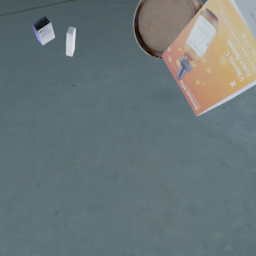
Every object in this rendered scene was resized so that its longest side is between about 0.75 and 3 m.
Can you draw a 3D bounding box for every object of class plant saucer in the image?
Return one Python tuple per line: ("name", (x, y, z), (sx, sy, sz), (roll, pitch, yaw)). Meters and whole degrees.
("plant saucer", (1.253, -3.323, 8.838), (2.281, 2.281, 0.393), (-7, 30, -8))

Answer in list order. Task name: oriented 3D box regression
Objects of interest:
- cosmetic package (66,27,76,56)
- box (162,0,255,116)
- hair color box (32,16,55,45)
("cosmetic package", (-1.963, -2.945, 9.570), (0.236, 0.931, 0.384), (10, 53, -7))
("box", (2.202, -1.674, 6.296), (1.305, 2.454, 1.869), (-26, 82, -27))
("hair color box", (-2.512, -2.895, 8.379), (0.478, 0.875, 0.283), (-39, 87, -12))
